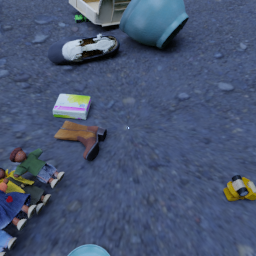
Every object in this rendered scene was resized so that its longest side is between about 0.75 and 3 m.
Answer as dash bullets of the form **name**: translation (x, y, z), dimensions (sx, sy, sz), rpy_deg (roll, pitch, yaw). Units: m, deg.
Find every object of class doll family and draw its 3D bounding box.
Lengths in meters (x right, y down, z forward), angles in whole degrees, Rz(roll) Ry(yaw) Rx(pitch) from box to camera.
- **doll family**: translation (-2.638, 1.483, 5.918), dimensions (1.531, 1.039, 2.648), rpy_deg (30, 37, 3)

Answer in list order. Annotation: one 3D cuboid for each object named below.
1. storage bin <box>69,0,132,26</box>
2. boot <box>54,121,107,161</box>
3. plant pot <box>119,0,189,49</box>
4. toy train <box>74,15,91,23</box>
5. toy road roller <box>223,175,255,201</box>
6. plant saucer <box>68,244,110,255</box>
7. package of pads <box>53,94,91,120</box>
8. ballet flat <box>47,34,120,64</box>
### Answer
- **storage bin**: translation (-0.916, -5.775, 12.510), dimensions (2.644, 1.248, 2.663), rpy_deg (-20, 50, -29)
- **boot**: translation (-1.383, 0.293, 7.583), dimensions (1.327, 0.454, 1.249), rpy_deg (11, 48, 11)
- **plant pot**: translation (1.166, -4.147, 10.622), dimensions (1.731, 2.584, 2.584), rpy_deg (45, 57, 2)
- **toy train**: translation (-1.812, -4.974, 12.685), dimensions (1.228, 0.256, 0.346), rpy_deg (-8, 57, -8)
- **toy road roller**: translation (2.604, 1.467, 6.552), dimensions (0.755, 0.551, 0.464), rpy_deg (22, 37, -32)
- **plant saucer**: translation (-0.776, 2.796, 5.408), dimensions (1.019, 0.183, 1.019), rpy_deg (0, 47, 0)
- **package of pads**: translation (-1.690, -0.670, 8.551), dimensions (1.027, 0.350, 0.794), rpy_deg (5, 47, 5)
- **ballet flat**: translation (-1.547, -2.911, 10.161), dimensions (2.732, 0.998, 0.998), rpy_deg (-14, 48, -15)
